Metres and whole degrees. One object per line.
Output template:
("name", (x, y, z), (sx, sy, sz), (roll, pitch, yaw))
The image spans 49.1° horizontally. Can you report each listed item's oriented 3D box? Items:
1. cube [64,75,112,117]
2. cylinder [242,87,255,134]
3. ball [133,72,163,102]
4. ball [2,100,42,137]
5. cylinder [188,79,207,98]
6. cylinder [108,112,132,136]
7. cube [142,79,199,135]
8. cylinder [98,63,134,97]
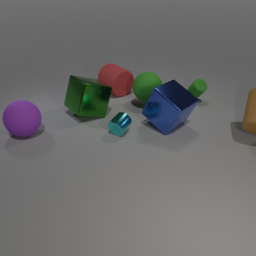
("cube", (-1.758, -1.375, 12.232), (1.400, 1.400, 1.400), (1, 22, -41))
("cylinder", (4.939, -0.576, 9.994), (1.400, 1.400, 1.400), (16, -13, 4))
("ball", (0.916, -1.902, 13.000), (1.400, 1.400, 1.400), (0, 29, 0))
("ball", (-4.047, -0.372, 10.738), (1.400, 1.400, 1.400), (0, 29, 0))
("cylinder", (3.342, -1.904, 13.489), (0.700, 0.700, 0.700), (6, 67, -15))
("cylinder", (-0.321, -0.161, 10.981), (0.700, 0.700, 0.700), (17, 47, 28))
("cube", (1.670, -0.846, 11.195), (1.400, 1.400, 1.400), (44, 46, 19))
("cylinder", (-0.641, -2.516, 14.621), (1.400, 1.400, 1.400), (-20, 37, -32))
